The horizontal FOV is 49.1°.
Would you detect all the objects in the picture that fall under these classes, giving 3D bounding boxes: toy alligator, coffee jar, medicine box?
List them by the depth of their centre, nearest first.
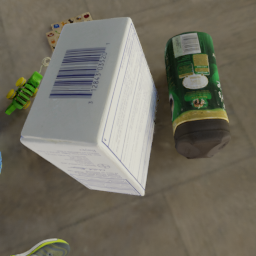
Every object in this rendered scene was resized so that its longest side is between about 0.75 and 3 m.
[{"bbox_3d":[-0.452,-0.262,5.931,1.477,2.871,2.615,2,63,19],"label":"medicine box"},{"bbox_3d":[1.675,-0.774,7.020,1.272,1.555,2.982,-5,69,5],"label":"coffee jar"},{"bbox_3d":[-2.626,-1.119,7.532,1.937,0.574,0.525,-54,39,-7],"label":"toy alligator"}]

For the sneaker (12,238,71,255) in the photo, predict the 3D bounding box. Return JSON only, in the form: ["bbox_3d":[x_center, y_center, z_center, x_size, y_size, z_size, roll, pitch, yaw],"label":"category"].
[{"bbox_3d":[-1.978,2.922,5.860,1.679,0.620,0.679,-17,29,-28],"label":"sneaker"}]

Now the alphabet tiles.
[{"bbox_3d":[-1.698,-2.856,8.605,1.510,0.057,1.262,-22,72,-7],"label":"alphabet tiles"}]

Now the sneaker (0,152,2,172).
[{"bbox_3d":[-3.892,0.013,6.900,1.035,1.210,2.921,-22,68,1],"label":"sneaker"}]
